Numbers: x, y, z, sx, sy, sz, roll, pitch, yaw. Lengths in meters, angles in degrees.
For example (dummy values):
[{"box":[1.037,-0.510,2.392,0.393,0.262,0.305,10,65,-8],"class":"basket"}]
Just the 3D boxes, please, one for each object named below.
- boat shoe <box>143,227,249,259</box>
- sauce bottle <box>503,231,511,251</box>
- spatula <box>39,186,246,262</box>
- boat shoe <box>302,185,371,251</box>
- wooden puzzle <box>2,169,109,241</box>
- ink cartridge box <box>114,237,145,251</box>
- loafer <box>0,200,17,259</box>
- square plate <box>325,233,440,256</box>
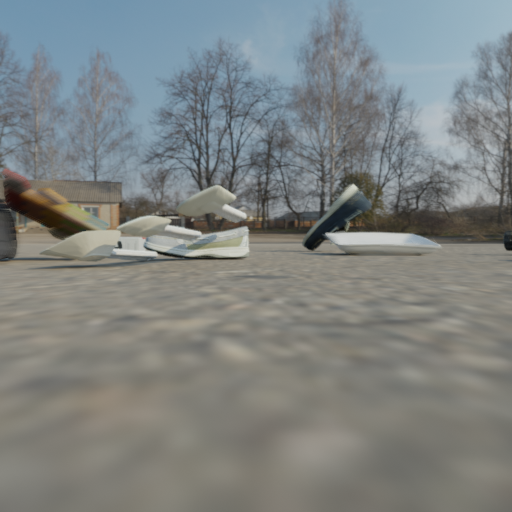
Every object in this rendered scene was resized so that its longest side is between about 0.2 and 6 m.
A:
[{"box":[-0.909,-0.229,8.691,1.665,0.534,0.613,2,-4,-17],"class":"boat shoe"},{"box":[5.949,-0.311,10.907,2.087,0.675,0.675,-1,0,41],"class":"sauce bottle"},{"box":[-1.122,-0.319,6.883,2.031,0.235,2.921,-24,-3,6],"class":"spatula"},{"box":[2.134,-0.825,14.971,0.998,0.824,2.666,-39,-9,-44],"class":"boat shoe"},{"box":[-2.985,-0.614,8.317,1.480,0.175,2.495,29,-18,-16],"class":"wooden puzzle"},{"box":[-2.595,-0.169,10.602,0.891,0.369,0.649,0,2,0],"class":"ink cartridge box"},{"box":[-3.727,-0.296,7.475,0.753,0.859,2.390,-11,7,-15],"class":"loafer"},{"box":[2.584,-0.254,11.869,2.022,0.290,2.041,0,8,0],"class":"square plate"}]
